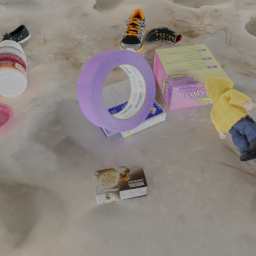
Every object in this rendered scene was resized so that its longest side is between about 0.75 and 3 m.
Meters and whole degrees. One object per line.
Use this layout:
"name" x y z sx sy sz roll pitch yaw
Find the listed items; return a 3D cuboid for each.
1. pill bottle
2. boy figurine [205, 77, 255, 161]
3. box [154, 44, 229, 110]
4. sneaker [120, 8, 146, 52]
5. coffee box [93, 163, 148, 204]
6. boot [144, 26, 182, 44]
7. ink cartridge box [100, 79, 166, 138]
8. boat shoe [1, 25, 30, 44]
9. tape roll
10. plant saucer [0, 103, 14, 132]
"pill bottle" -4.604 -2.385 10.845 1.281 1.281 2.267 -11 49 -9
"boy figurine" 3.243 -0.399 8.724 0.942 1.818 2.924 -7 54 -17
"box" 2.266 -1.976 10.579 2.057 1.131 2.339 -9 48 -8
"sneaker" 0.248 -4.455 12.833 1.061 1.047 2.711 7 51 3
"coffee box" -0.226 1.557 7.844 1.416 0.564 0.810 -7 49 -6
"boot" 1.629 -4.198 12.876 1.533 0.553 1.158 -33 51 -31
"ink cartridge box" -0.208 -0.720 9.913 2.295 0.539 2.268 -23 53 -16
"boat shoe" -5.318 -4.063 12.722 0.757 0.671 2.025 29 55 23
"tape roll" -0.289 -1.093 8.325 2.356 2.356 0.773 -36 31 -27
"plant saucer" -4.625 -0.271 9.597 1.417 0.359 1.417 -1 49 1
